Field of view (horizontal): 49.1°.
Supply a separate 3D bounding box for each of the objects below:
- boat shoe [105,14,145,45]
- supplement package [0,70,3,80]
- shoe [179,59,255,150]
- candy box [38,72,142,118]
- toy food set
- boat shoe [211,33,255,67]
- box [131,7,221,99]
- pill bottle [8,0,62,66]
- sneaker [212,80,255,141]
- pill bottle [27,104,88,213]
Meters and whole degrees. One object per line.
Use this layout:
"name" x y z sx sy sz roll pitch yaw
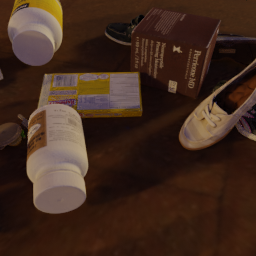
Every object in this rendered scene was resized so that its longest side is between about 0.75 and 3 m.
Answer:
"boat shoe" 0.528 -3.403 9.711 2.960 0.982 1.106 24 50 22
"supplement package" -5.156 -1.557 7.493 1.584 1.590 2.710 26 51 23
"shoe" 2.267 -0.617 6.369 2.874 0.767 1.005 -41 54 4
"candy box" -0.984 -0.902 7.542 2.680 0.354 1.370 -1 59 0
"toy food set" -2.929 0.207 6.764 1.237 0.248 0.854 -36 48 -23
"boat shoe" 3.574 -2.620 8.978 2.581 0.953 0.955 15 46 15
"box" 1.315 -2.188 8.039 2.033 1.687 1.670 18 48 17
"pill bottle" -2.997 -3.354 9.204 1.639 1.639 2.926 -7 46 -7
"sneaker" 2.913 -0.459 6.901 2.107 0.910 0.847 32 55 27
"pill bottle" -1.434 0.579 5.698 1.182 1.182 2.066 -9 46 -9
